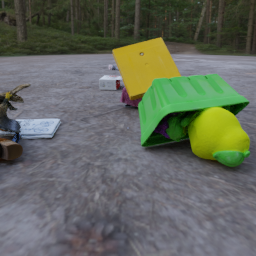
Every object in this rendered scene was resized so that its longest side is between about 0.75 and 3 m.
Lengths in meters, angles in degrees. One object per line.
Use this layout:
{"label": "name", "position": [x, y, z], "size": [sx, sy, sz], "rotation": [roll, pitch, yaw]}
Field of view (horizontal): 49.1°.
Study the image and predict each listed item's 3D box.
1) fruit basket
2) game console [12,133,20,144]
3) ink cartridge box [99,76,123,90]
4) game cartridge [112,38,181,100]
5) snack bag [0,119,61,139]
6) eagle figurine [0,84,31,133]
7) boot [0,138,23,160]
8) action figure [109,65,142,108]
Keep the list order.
{"label": "fruit basket", "position": [2.007, -0.027, 7.792], "size": [3.117, 2.248, 3.117], "rotation": [10, 57, -15]}
{"label": "game console", "position": [-3.477, 0.408, 8.015], "size": [0.507, 0.731, 0.856], "rotation": [21, 8, -28]}
{"label": "ink cartridge box", "position": [-0.933, -2.788, 17.250], "size": [1.398, 0.668, 1.592], "rotation": [2, 19, 7]}
{"label": "game cartridge", "position": [0.753, -2.411, 11.209], "size": [2.199, 0.405, 2.494], "rotation": [-16, 63, -7]}
{"label": "snack bag", "position": [-3.398, 0.011, 9.622], "size": [1.925, 0.206, 1.815], "rotation": [-1, 18, -5]}
{"label": "eagle figurine", "position": [-3.969, -0.310, 7.970], "size": [1.828, 1.838, 2.422], "rotation": [28, 33, -23]}
{"label": "boot", "position": [-3.814, 0.499, 7.023], "size": [1.452, 0.717, 1.870], "rotation": [7, 10, 37]}
{"label": "action figure", "position": [0.361, -2.139, 12.271], "size": [1.735, 2.590, 1.929], "rotation": [-15, 24, -38]}
